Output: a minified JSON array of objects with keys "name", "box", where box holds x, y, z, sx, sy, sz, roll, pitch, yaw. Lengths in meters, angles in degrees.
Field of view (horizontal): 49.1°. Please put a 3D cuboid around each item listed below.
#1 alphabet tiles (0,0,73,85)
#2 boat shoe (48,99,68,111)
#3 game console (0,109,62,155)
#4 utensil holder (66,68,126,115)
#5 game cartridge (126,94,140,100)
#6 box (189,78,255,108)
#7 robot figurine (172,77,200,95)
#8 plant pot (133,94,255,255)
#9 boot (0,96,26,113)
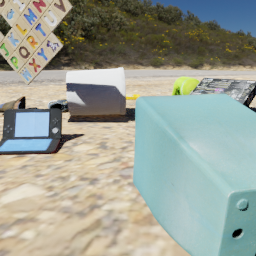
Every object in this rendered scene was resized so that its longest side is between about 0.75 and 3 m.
[{"name":"alphabet tiles","box":[-2.725,-2.820,7.518,2.738,2.289,0.103,-35,6,31]},{"name":"boat shoe","box":[-2.434,-0.906,11.254,1.529,0.541,0.694,-12,17,-15]},{"name":"game console","box":[-2.425,0.048,6.819,1.490,1.284,0.884,-1,-12,-4]},{"name":"utensil holder","box":[-1.162,-1.324,10.430,2.054,1.746,1.746,-3,14,-4]},{"name":"game cartridge","box":[0.032,-1.651,14.751,1.210,0.196,1.066,-1,14,2]},{"name":"box","box":[3.742,-1.312,11.238,2.318,0.505,1.857,12,45,39]},{"name":"robot figurine","box":[3.085,-2.066,14.519,1.697,1.119,1.934,-3,15,-16]},{"name":"plant pot","box":[1.080,0.581,3.592,1.520,1.520,2.151,-3,22,-13]},{"name":"boot","box":[-4.547,-0.935,11.093,0.809,0.624,1.670,0,16,-8]}]
